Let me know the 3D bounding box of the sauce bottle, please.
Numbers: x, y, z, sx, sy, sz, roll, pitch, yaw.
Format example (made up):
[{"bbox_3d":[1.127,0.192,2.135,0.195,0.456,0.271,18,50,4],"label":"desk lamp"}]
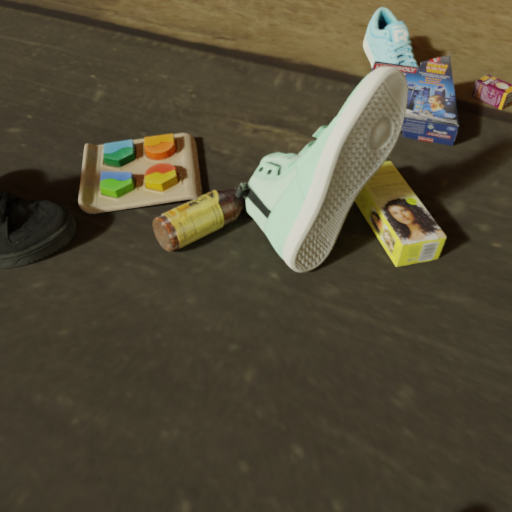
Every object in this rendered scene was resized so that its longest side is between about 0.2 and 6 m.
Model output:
[{"bbox_3d":[-0.753,-0.734,9.394,1.977,0.653,0.653,-29,52,-28],"label":"sauce bottle"}]

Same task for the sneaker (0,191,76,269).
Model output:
[{"bbox_3d":[-4.975,-0.824,8.441,3.993,2.082,1.199,-5,47,-4],"label":"sneaker"}]

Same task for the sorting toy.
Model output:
[{"bbox_3d":[-2.146,-1.640,10.409,2.153,0.393,1.993,-6,46,-6],"label":"sorting toy"}]

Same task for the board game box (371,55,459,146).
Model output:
[{"bbox_3d":[3.298,-3.361,11.623,1.961,0.605,1.960,14,61,14],"label":"board game box"}]

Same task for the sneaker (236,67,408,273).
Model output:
[{"bbox_3d":[0.841,-1.589,8.619,1.196,3.250,1.917,8,29,-43],"label":"sneaker"}]

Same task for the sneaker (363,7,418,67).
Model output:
[{"bbox_3d":[3.132,-4.675,12.760,0.984,1.091,2.662,-14,55,-10],"label":"sneaker"}]

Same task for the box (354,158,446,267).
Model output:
[{"bbox_3d":[2.292,-0.802,9.491,0.817,0.544,2.172,-11,46,-13],"label":"box"}]

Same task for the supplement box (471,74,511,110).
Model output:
[{"bbox_3d":[5.242,-3.603,12.301,0.506,0.399,0.773,-33,54,-27],"label":"supplement box"}]
